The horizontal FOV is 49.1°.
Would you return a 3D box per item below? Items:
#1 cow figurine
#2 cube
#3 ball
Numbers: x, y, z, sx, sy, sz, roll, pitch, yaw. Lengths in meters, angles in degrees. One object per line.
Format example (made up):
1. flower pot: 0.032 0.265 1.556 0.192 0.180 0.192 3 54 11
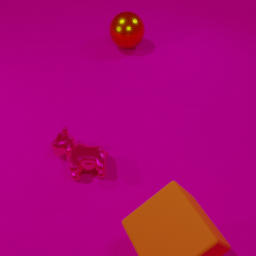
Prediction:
1. cow figurine: -1.184 0.585 6.956 1.400 0.769 1.378 -4 53 -7
2. cube: 0.886 1.947 5.099 1.241 1.241 1.241 -40 52 6
3. ball: -0.033 -3.501 10.044 1.281 1.281 1.281 0 49 0
